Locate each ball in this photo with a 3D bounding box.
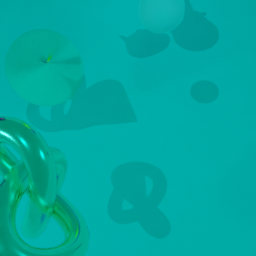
[{"bbox_3d":[0.542,-1.933,4.561,0.753,0.753,0.753,0,67,0],"label":"ball"}]

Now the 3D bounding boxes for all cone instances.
[{"bbox_3d":[-1.499,-1.136,5.151,1.585,1.591,1.585,-3,99,-17],"label":"cone"}]

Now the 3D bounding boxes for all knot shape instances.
[{"bbox_3d":[-1.278,0.719,3.647,0.941,2.036,1.905,-22,111,-8],"label":"knot shape"}]
